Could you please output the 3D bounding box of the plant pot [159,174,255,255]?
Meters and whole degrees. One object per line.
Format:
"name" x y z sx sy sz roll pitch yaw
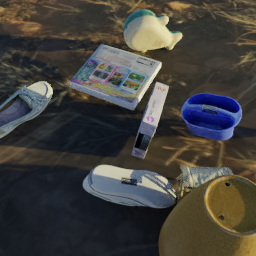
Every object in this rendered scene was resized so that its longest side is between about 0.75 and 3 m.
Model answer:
"plant pot" 1.831 2.006 5.582 2.250 2.414 2.250 0 49 0

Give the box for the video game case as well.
"video game case" -0.428 -1.896 9.939 2.533 0.300 2.306 22 59 17

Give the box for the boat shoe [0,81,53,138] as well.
"boat shoe" -3.340 -0.612 8.600 2.462 0.789 0.907 -40 95 -21

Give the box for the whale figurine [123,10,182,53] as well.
"whale figurine" 0.928 -3.761 10.881 2.352 1.871 1.221 2 61 -29

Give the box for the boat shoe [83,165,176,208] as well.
"boat shoe" 0.055 1.522 6.859 2.382 0.783 0.857 14 58 -28

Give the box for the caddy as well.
"caddy" 2.465 -0.389 8.318 1.732 0.909 1.224 15 67 30

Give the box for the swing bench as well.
"swing bench" 1.853 1.363 6.910 1.164 1.171 0.759 3 54 2

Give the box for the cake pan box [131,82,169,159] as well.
"cake pan box" 0.601 -0.181 7.912 0.447 1.574 1.709 18 49 4
